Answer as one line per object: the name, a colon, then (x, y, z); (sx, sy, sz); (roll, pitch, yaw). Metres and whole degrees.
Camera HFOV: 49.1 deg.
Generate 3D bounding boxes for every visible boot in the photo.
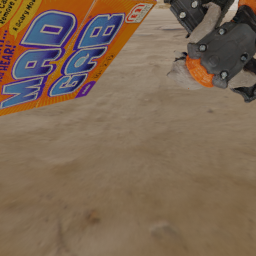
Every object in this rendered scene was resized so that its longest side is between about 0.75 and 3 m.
boot: (1.881, -4.266, 9.425); (2.823, 2.327, 0.927); (17, 43, -10)

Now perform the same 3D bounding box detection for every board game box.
board game box: (-1.552, -1.842, 4.097); (2.335, 2.334, 2.337); (-22, 75, -45)

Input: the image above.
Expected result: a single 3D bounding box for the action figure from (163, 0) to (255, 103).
action figure: (1.412, -1.623, 4.011); (2.574, 2.490, 1.346); (43, 24, 2)
